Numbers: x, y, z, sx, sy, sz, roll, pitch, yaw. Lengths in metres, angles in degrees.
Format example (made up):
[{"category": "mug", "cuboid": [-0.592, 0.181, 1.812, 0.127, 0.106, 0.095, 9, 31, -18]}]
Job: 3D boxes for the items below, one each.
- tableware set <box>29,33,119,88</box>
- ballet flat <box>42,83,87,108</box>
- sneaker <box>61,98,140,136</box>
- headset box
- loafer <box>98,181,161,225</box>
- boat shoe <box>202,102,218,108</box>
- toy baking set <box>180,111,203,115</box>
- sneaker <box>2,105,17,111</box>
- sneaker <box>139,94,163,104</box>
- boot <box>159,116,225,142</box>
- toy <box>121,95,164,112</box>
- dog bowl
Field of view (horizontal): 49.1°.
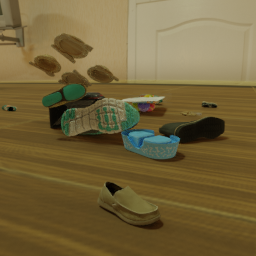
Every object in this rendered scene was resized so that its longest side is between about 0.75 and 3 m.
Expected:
[{"category": "tableware set", "cuboid": [-1.803, -1.995, 9.260, 2.775, 0.322, 2.318, -12, -32, 44]}, {"category": "ballet flat", "cuboid": [-1.850, -0.977, 8.393, 1.539, 0.544, 0.544, -16, 7, 18]}, {"category": "sneaker", "cuboid": [-0.737, -0.294, 8.718, 2.744, 1.064, 1.251, -2, -3, 33]}, {"category": "headset box", "cuboid": [-2.050, -0.824, 11.320, 2.094, 1.087, 2.814, -3, 14, -11]}, {"category": "loafer", "cuboid": [-0.026, 1.089, 4.138, 1.123, 0.379, 0.427, 9, 15, 36]}, {"category": "boat shoe", "cuboid": [4.414, -1.199, 15.155, 0.847, 0.304, 0.286, 11, 52, 18]}, {"category": "toy baking set", "cuboid": [2.925, -0.648, 12.859, 1.013, 0.118, 0.778, -10, 19, -39]}, {"category": "sneaker", "cuboid": [-5.963, -0.986, 13.949, 0.802, 0.286, 0.320, 4, 8, 11]}, {"category": "sneaker", "cuboid": [1.392, -1.696, 16.773, 0.638, 0.570, 1.597, -1, 13, -45]}, {"category": "boot", "cuboid": [1.987, -0.038, 8.814, 1.798, 0.696, 1.243, -5, 8, -24]}, {"category": "toy", "cuboid": [0.833, -1.209, 14.029, 1.720, 0.705, 2.987, 0, 13, 14]}, {"category": "dog bowl", "cuboid": [0.549, 0.394, 7.250, 0.963, 0.428, 1.728, -9, 15, -38]}]
